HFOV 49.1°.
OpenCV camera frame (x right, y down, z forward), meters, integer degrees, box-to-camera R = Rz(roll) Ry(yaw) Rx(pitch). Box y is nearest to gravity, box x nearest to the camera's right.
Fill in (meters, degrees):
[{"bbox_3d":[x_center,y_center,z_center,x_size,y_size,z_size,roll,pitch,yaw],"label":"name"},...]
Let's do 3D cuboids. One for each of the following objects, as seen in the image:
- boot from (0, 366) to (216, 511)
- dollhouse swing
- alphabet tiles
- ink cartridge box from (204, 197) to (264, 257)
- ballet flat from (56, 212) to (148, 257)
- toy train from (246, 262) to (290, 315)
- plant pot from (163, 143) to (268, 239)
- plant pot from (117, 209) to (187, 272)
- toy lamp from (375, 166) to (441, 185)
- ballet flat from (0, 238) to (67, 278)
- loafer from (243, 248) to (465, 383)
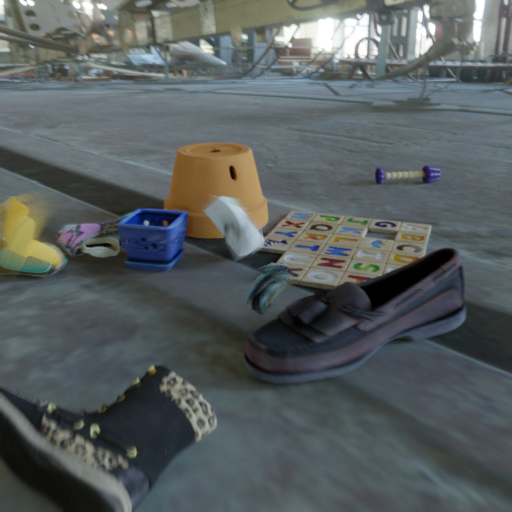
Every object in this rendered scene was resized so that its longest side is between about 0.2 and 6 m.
[{"bbox_3d":[-1.512,1.588,5.397,1.988,0.727,1.497,19,29,31],"label":"boot"},{"bbox_3d":[-3.297,-0.376,8.383,0.777,0.803,0.883,9,12,-30],"label":"dollhouse swing"},{"bbox_3d":[1.600,-0.161,10.545,3.034,0.137,3.629,8,23,18],"label":"alphabet tiles"},{"bbox_3d":[-0.372,-0.528,9.958,0.422,1.017,0.745,-38,-4,13],"label":"ink cartridge box"},{"bbox_3d":[-2.581,-0.319,10.140,2.023,0.699,0.720,-16,61,-45],"label":"ballet flat"},{"bbox_3d":[0.167,0.445,7.671,0.335,0.448,0.786,34,76,24],"label":"toy train"},{"bbox_3d":[-0.881,-1.478,11.878,2.262,1.583,2.262,-1,23,0],"label":"plant pot"},{"bbox_3d":[-1.775,-0.265,9.797,0.977,0.878,0.977,5,23,11],"label":"plant pot"},{"bbox_3d":[4.099,-2.165,15.088,1.712,0.498,0.498,-3,22,-1],"label":"toy lamp"},{"bbox_3d":[-4.333,-0.004,9.576,2.243,0.761,0.844,7,0,2],"label":"ballet flat"},{"bbox_3d":[1.354,0.638,7.286,3.409,1.074,1.225,-12,25,-27],"label":"loafer"}]
